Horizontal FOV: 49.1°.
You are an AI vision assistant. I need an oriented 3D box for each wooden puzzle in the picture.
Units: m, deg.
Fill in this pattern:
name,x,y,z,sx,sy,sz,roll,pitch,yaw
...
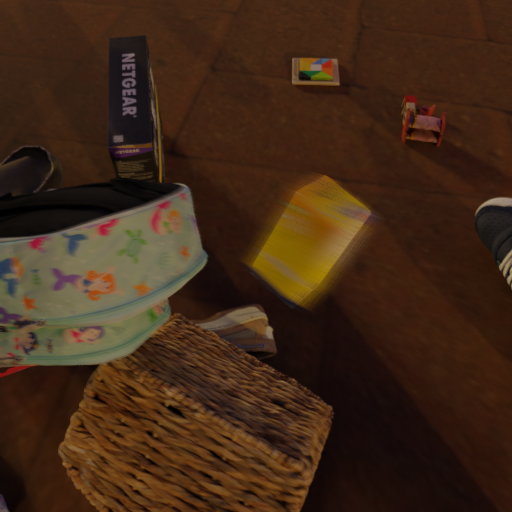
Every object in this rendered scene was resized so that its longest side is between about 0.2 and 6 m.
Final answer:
name,x,y,z,sx,sy,sz,roll,pitch,yaw
wooden puzzle,1.505,-4.722,14.228,1.170,0.235,1.264,2,48,2

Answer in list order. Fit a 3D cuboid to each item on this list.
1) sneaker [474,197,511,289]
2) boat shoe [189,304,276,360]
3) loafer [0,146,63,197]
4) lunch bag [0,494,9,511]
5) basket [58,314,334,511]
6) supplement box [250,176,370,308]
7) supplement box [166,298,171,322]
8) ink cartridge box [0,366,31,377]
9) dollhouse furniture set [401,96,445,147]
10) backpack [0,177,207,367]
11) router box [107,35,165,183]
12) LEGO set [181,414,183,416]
name,x,y,z,sx,sy,sz,roll,pitch,yaw
sneaker,4.383,0.525,8.788,1.921,1.241,3.541,-23,55,-22
boat shoe,-0.916,1.505,8.195,2.579,0.924,0.982,-17,64,-14
loafer,-4.655,-0.986,10.168,1.303,1.207,3.464,9,48,8
lunch bag,-3.312,3.458,6.070,1.525,1.143,1.799,-33,46,-25
basket,-0.666,2.285,6.884,2.716,1.938,2.023,28,12,10
supplement box,0.472,-0.123,5.086,0.555,1.014,0.552,41,40,13
supplement box,-2.036,1.012,8.566,1.426,0.899,0.524,-17,51,-16
ink cartridge box,-4.037,1.338,8.703,0.939,0.292,1.167,-19,49,-16
dollhouse furniture set,3.730,-3.165,12.546,0.828,0.626,1.539,8,48,7
backpack,-1.807,0.077,5.930,2.485,1.871,2.206,-12,13,20
router box,-2.177,-2.265,10.393,0.739,2.225,2.830,-6,56,-5
LEGO set,-1.008,2.439,7.320,0.771,0.624,1.676,20,56,7
